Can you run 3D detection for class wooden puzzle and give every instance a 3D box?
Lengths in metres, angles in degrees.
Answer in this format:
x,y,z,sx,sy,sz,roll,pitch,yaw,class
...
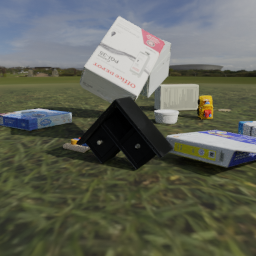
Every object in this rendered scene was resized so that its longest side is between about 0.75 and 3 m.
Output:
x,y,z,sx,sy,sz,roll,pitch,yaw,class
-1.358,0.479,8.939,1.007,0.252,1.087,9,15,34,wooden puzzle

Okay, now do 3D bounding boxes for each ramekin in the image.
x,y,z,sx,sy,sz,roll,pitch,yaw,class
1.776,-0.522,13.009,1.134,0.528,1.134,0,13,0,ramekin

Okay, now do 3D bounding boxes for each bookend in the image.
x,y,z,sx,sy,sz,roll,pitch,yaw,class
-0.126,0.439,7.222,1.776,1.764,0.818,-44,-11,28,bookend

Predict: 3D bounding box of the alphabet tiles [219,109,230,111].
x,y,z,sx,sy,sz,roll,pitch,yaw,class
5.802,-1.078,16.872,0.649,0.025,0.780,10,15,38,alphabet tiles

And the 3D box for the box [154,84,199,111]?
x,y,z,sx,sy,sz,roll,pitch,yaw,class
2.894,-1.857,16.916,2.388,1.527,1.301,-2,12,-10,box

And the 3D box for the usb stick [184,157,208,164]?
x,y,z,sx,sy,sz,roll,pitch,yaw,class
1.864,0.827,7.600,0.765,0.125,0.212,11,16,42,usb stick

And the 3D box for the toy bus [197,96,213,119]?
x,y,z,sx,sy,sz,roll,pitch,yaw,class
3.874,-0.956,13.836,0.757,1.116,1.071,-2,19,4,toy bus

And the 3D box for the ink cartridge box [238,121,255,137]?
x,y,z,sx,sy,sz,roll,pitch,yaw,class
4.557,0.193,9.380,1.064,0.620,1.472,-2,12,-8,ink cartridge box

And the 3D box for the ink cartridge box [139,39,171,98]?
x,y,z,sx,sy,sz,roll,pitch,yaw,class
0.373,-3.185,13.432,2.774,2.006,2.015,28,59,23,ink cartridge box

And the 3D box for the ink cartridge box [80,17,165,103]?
x,y,z,sx,sy,sz,roll,pitch,yaw,class
-0.149,-2.123,9.209,1.870,2.553,1.057,28,-29,-4,ink cartridge box

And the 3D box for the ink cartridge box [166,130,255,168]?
x,y,z,sx,sy,sz,roll,pitch,yaw,class
2.811,0.548,7.549,2.558,0.608,2.589,-3,12,-41,ink cartridge box

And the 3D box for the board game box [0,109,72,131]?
x,y,z,sx,sy,sz,roll,pitch,yaw,class
-4.194,-0.434,12.619,2.334,0.506,2.322,8,13,33,board game box
